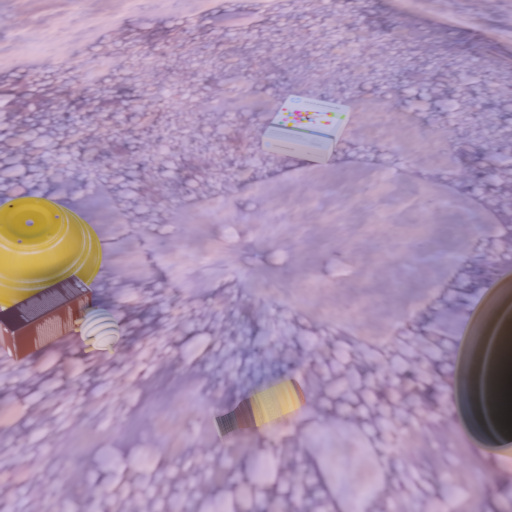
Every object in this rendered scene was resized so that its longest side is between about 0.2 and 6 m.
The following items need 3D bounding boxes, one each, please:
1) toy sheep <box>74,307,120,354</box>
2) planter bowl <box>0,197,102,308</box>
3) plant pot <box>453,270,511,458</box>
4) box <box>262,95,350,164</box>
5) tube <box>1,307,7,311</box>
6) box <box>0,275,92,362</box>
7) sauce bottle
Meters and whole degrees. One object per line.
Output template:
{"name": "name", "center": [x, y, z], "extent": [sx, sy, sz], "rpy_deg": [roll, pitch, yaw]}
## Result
{"name": "toy sheep", "center": [-2.318, 1.113, 8.273], "extent": [0.605, 0.605, 0.878], "rpy_deg": [-24, 61, -22]}
{"name": "planter bowl", "center": [-3.620, -0.287, 9.032], "extent": [2.194, 0.914, 2.194], "rpy_deg": [8, 52, -10]}
{"name": "plant pot", "center": [3.950, 1.514, 6.949], "extent": [2.025, 2.334, 2.334], "rpy_deg": [18, 46, -6]}
{"name": "box", "center": [1.117, -2.808, 12.273], "extent": [1.456, 0.384, 1.867], "rpy_deg": [16, 47, 15]}
{"name": "tube", "center": [-4.237, 0.050, 9.393], "extent": [2.164, 0.628, 0.562], "rpy_deg": [45, 16, 31]}
{"name": "box", "center": [-3.086, 0.897, 8.231], "extent": [0.491, 0.656, 1.311], "rpy_deg": [35, 44, 22]}
{"name": "sauce bottle", "center": [0.041, 2.041, 7.431], "extent": [1.226, 0.405, 0.405], "rpy_deg": [-21, 49, -17]}
